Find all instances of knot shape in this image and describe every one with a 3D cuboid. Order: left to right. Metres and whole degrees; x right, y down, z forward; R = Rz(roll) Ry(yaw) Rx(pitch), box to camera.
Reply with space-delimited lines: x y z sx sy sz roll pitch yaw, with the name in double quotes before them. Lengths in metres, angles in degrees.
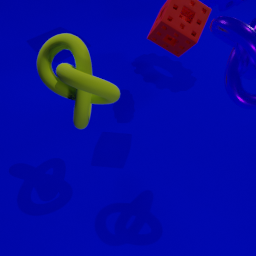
"knot shape" -0.923 -0.840 4.746 0.755 1.634 1.529 -36 89 -24
"knot shape" 1.589 -0.838 3.595 1.312 0.606 1.228 -9 85 -48

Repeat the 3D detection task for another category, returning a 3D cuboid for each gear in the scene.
"gear" 2.333 -4.059 7.013 0.386 2.089 2.089 -35 58 -22

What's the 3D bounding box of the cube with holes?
"cube with holes" 0.899 -1.860 5.029 0.713 0.713 0.713 27 78 -11
